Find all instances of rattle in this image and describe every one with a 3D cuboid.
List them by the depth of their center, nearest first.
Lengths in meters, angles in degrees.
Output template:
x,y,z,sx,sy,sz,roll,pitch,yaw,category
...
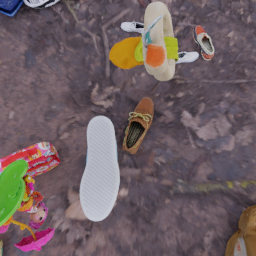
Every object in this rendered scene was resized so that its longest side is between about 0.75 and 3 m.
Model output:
x,y,z,sx,sy,sz,roll,pitch,yaw,category
0.086,-1.766,6.112,1.970,1.796,2.758,12,32,13,rattle

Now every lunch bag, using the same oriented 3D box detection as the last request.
x,y,z,sx,sy,sz,roll,pitch,yaw,category
-2.823,0.947,7.872,1.638,1.442,0.671,-23,74,-7,lunch bag

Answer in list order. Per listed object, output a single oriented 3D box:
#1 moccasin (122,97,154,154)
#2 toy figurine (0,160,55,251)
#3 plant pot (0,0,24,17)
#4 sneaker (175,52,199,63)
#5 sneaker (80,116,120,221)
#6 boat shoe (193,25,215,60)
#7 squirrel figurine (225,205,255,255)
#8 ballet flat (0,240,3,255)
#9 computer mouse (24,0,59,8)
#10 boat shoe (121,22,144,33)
x,y,z,sx,sy,sz,roll,pitch,yaw,category
0.307,-0.133,8.588,0.686,0.724,1.876,26,74,8,moccasin
-2.180,1.812,5.911,1.294,1.587,1.724,-13,40,22,toy figurine
-4.383,-4.879,9.758,1.479,1.329,1.478,25,74,7,plant pot
1.968,-2.423,9.509,0.948,0.335,0.346,-15,73,-5,sneaker
-0.597,0.983,6.753,0.893,0.990,2.416,3,71,4,sneaker
2.622,-3.006,9.648,0.487,0.428,1.369,-13,72,-2,boat shoe
3.911,3.102,7.173,2.183,1.655,2.339,13,76,-3,squirrel figurine
-4.553,3.493,7.473,2.374,0.839,0.839,-7,73,-2,ballet flat
-2.792,-4.894,10.250,2.081,0.457,1.141,-27,79,-14,computer mouse
0.236,-3.607,9.888,0.979,0.320,0.360,8,73,2,boat shoe
